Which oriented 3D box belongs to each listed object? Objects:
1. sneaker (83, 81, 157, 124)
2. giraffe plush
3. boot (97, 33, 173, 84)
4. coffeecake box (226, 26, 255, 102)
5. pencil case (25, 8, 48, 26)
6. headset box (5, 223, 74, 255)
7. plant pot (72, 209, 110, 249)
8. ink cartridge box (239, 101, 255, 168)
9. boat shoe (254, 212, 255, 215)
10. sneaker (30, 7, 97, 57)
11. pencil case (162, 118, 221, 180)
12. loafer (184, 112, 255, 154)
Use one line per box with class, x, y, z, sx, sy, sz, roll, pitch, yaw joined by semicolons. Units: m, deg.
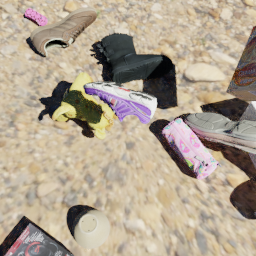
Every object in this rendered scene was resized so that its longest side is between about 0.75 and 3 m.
sneaker;-0.268;-0.568;6.199;1.786;0.745;0.720;23;20;22
giraffe plush;-1.165;-0.568;8.685;1.696;2.091;1.805;31;94;-9
boot;0.215;-2.681;10.292;2.440;0.903;1.999;-14;57;-8
coffeecake box;3.297;-1.595;6.619;0.675;1.419;1.849;23;90;-12
pencil case;-3.840;-4.610;11.636;0.977;0.443;0.458;32;71;20
headset box;-2.295;3.242;6.980;1.539;0.577;1.144;28;64;15
plant pot;-0.999;2.571;7.318;1.013;0.680;1.013;0;60;0
ink cartridge box;4.492;0.429;8.080;1.525;1.486;2.372;-13;60;-7
boat shoe;4.798;2.022;7.459;2.894;1.040;0.861;-17;63;-12
sneaker;-2.319;-3.673;10.939;2.797;0.985;1.057;-29;80;-10
pencil case;1.847;0.610;8.378;0.842;0.842;1.926;-28;63;-15
loafer;2.789;0.185;8.221;0.970;0.848;2.698;-31;28;-29
